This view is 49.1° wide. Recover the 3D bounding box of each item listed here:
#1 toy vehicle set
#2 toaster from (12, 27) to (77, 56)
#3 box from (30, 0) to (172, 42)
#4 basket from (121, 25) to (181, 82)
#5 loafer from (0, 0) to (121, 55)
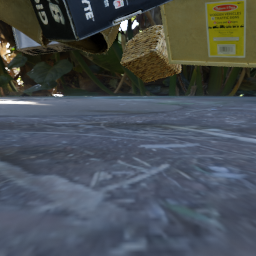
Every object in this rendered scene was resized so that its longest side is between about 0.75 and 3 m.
[{"bbox_3d":[2.190,-2.275,6.175,2.975,1.848,0.394,11,44,31],"label":"toy vehicle set"},{"bbox_3d":[-1.568,-2.164,5.947,1.473,0.966,1.629,-9,8,-1],"label":"toaster"},{"bbox_3d":[-0.152,-2.304,2.255,2.075,2.611,0.601,-36,35,-30],"label":"box"},{"bbox_3d":[1.052,-3.044,11.510,1.597,1.530,2.144,31,-25,-35],"label":"basket"},{"bbox_3d":[-1.085,-1.467,3.215,2.341,0.789,0.890,6,-27,-24],"label":"loafer"}]
